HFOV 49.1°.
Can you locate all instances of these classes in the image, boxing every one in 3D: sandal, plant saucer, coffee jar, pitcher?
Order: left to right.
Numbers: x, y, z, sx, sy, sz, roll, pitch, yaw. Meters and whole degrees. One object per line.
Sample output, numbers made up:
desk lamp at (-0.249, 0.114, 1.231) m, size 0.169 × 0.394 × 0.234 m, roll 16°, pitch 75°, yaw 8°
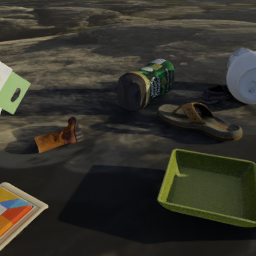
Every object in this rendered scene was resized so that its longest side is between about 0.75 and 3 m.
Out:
coffee jar at (0.600, -1.428, 9.160) m, size 0.962 × 1.176 × 2.255 m, roll 20°, pitch 37°, yaw 31°
sandal at (1.944, -0.313, 7.719) m, size 2.423 × 0.661 × 0.990 m, roll 23°, pitch 37°, yaw 34°
plant saucer at (1.571, 1.159, 5.414) m, size 1.736 × 0.416 × 1.738 m, roll 9°, pitch 32°, yaw 15°
pitcher at (4.482, -1.658, 9.426) m, size 2.300 × 1.625 × 2.681 m, roll 26°, pitch 29°, yaw 5°

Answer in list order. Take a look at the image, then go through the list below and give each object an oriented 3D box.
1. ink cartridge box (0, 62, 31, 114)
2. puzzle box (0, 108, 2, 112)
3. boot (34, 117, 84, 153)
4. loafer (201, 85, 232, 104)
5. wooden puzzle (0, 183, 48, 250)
ink cartridge box at (-2.357, -0.778, 5.168) m, size 0.245 × 1.020 × 0.742 m, roll 17°, pitch 77°, yaw 48°
puzzle box at (-4.416, -0.553, 7.585) m, size 1.866 × 0.357 × 2.805 m, roll -2°, pitch 49°, yaw -4°
boot at (-1.838, 0.173, 7.320) m, size 1.188 × 0.407 × 1.118 m, roll -17°, pitch 41°, yaw -14°
loafer at (3.094, -1.235, 9.498) m, size 1.537 × 0.484 × 0.552 m, roll -22°, pitch 36°, yaw -33°
wooden puzzle at (-2.319, 1.516, 4.964) m, size 1.233 × 0.248 × 1.333 m, roll 17°, pitch 34°, yaw 28°
